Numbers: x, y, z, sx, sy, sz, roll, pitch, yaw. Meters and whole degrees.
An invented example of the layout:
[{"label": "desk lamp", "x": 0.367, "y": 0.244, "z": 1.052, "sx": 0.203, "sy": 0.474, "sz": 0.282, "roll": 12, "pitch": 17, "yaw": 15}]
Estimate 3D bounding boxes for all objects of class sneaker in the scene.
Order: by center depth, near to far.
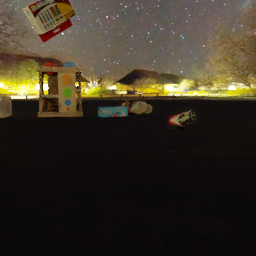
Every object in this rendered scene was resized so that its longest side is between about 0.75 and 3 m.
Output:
[{"label": "sneaker", "x": 1.641, "y": -0.307, "z": 8.368, "sx": 0.478, "sy": 0.434, "sz": 1.126, "roll": 0, "pitch": 5, "yaw": 44}]

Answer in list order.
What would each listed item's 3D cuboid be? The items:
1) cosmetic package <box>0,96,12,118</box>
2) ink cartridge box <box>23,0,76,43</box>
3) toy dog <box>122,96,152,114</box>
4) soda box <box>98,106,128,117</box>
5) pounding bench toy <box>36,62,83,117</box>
[{"label": "cosmetic package", "x": -5.698, "y": -0.826, "z": 10.865, "sx": 1.991, "sy": 0.845, "sz": 1.071, "roll": 1, "pitch": 9, "yaw": -4}, {"label": "ink cartridge box", "x": -2.066, "y": -3.054, "z": 7.658, "sx": 1.141, "sy": 1.002, "sz": 0.479, "roll": -42, "pitch": 33, "yaw": -23}, {"label": "toy dog", "x": 0.302, "y": -1.119, "z": 13.382, "sx": 1.701, "sy": 0.819, "sz": 1.122, "roll": 3, "pitch": 7, "yaw": 21}, {"label": "soda box", "x": -0.597, "y": -0.659, "z": 11.302, "sx": 1.180, "sy": 0.400, "sz": 0.378, "roll": -4, "pitch": 8, "yaw": -31}, {"label": "pounding bench toy", "x": -2.948, "y": -1.713, "z": 12.427, "sx": 1.766, "sy": 2.217, "sz": 2.842, "roll": -1, "pitch": 7, "yaw": -10}]
